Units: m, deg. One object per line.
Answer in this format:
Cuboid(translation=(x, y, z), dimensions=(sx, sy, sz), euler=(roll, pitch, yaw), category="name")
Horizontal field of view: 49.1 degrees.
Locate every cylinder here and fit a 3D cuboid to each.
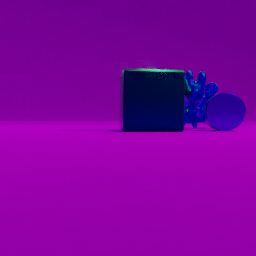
Cuboid(translation=(1.981, -0.333, 5.875), dimensions=(0.769, 0.769, 0.769), euler=(0, 1, 9), category="cylinder")

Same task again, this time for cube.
Cuboid(translation=(0.429, -0.517, 5.637), dimensions=(1.144, 1.144, 1.144), euler=(0, 2, -5), category="cube")

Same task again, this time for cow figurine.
Cuboid(translation=(1.432, -0.608, 6.264), dimensions=(0.636, 1.139, 1.158), euler=(7, -3, 11), category="cow figurine")

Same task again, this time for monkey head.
Cuboid(translation=(1.954, -0.675, 7.671), dimensions=(1.031, 1.231, 1.711), euler=(-34, -26, -3), category="monkey head")
